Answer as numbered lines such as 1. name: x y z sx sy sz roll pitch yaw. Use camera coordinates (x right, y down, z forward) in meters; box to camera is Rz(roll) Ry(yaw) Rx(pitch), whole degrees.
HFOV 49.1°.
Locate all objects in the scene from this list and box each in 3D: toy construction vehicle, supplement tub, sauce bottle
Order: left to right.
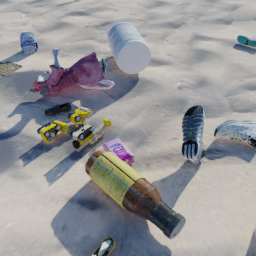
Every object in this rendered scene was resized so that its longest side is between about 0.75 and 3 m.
1. toy construction vehicle: -1.679 0.065 9.073 1.622 0.656 1.863 16 39 34
2. supplement tub: -0.007 -3.648 12.639 1.560 1.560 2.364 -9 42 -10
3. sauce bottle: 0.106 1.587 6.944 0.944 0.944 2.859 -30 49 -31

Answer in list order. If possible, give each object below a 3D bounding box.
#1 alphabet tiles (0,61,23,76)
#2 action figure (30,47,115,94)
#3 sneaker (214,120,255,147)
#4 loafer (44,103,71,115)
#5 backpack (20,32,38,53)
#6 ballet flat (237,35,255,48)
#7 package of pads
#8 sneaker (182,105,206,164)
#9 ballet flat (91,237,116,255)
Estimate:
1. alphabet tiles: -5.575 -2.740 12.737 1.207 0.046 1.009 20 44 22
2. action figure: -2.337 -1.922 11.082 2.964 1.986 2.207 -27 89 -13
3. sneaker: 3.565 0.203 8.823 1.556 0.587 0.895 -9 39 -14
4. loafer: -2.535 -0.706 10.092 0.970 0.341 0.330 -15 43 -18
5. backpack: -4.923 -4.235 13.838 0.819 0.898 0.604 -6 40 -8
6. ballet flat: 6.246 -4.428 14.536 0.460 0.460 1.281 -26 49 -28
7. package of pads: -0.292 0.743 8.361 0.579 0.364 0.962 -23 45 -22
8. sneaker: 2.025 0.266 8.388 0.653 1.006 1.741 0 62 32
9. ballet flat: -0.634 2.746 6.006 0.368 0.340 1.043 21 45 23
